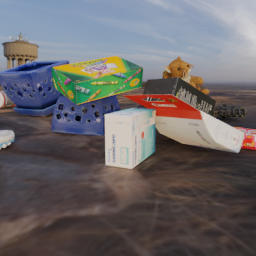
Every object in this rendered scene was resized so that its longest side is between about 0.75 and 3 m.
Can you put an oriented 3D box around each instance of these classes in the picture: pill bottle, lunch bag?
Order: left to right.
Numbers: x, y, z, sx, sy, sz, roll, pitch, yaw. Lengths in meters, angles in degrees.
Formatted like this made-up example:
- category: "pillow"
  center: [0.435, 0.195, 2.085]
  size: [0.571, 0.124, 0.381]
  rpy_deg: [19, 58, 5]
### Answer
- category: "pill bottle"
  center: [-7.779, -1.866, 18.066]
  size: [1.074, 1.074, 1.853]
  rpy_deg: [4, 10, 22]
- category: "lunch bag"
  center: [3.044, 0.280, 7.563]
  size: [1.139, 0.467, 1.003]
  rpy_deg: [5, 11, 28]

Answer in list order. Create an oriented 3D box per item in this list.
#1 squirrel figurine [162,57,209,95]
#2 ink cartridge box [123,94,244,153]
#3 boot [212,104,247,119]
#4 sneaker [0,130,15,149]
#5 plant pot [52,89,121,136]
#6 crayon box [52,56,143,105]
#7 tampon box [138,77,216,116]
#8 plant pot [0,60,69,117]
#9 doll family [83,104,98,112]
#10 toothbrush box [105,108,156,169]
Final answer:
- category: "squirrel figurine"
  center: [1.878, -1.742, 10.726]
  size: [1.377, 1.817, 1.946]
  rpy_deg: [-42, 28, -22]
- category: "ink cartridge box"
  center: [1.207, -0.094, 6.633]
  size: [2.376, 0.678, 1.931]
  rpy_deg: [17, -4, -31]
- category: "boot"
  center: [3.924, -0.751, 12.110]
  size: [2.313, 0.920, 2.657]
  rpy_deg: [1, 7, 11]
- category: "sneaker"
  center: [-4.046, 0.112, 6.975]
  size: [2.389, 1.035, 0.895]
  rpy_deg: [-7, 11, -41]
- category: "plant pot"
  center: [-1.405, -0.802, 9.961]
  size: [1.980, 1.780, 1.980]
  rpy_deg: [3, 10, 18]
- category: "crayon box"
  center: [-0.866, -1.481, 8.252]
  size: [2.310, 0.673, 1.372]
  rpy_deg: [-20, 38, -33]
- category: "tampon box"
  center: [1.500, -0.632, 8.644]
  size: [1.851, 1.169, 1.387]
  rpy_deg: [23, -9, -35]
- category: "plant pot"
  center: [-4.458, -1.987, 14.064]
  size: [2.590, 2.329, 2.590]
  rpy_deg: [5, 27, 30]
- category: "doll family"
  center: [-2.289, -1.313, 15.760]
  size: [1.697, 0.765, 1.053]
  rpy_deg: [-2, 10, -10]
- category: "toothbrush box"
  center: [0.096, 0.160, 6.383]
  size: [0.650, 1.116, 1.525]
  rpy_deg: [5, 10, 25]
